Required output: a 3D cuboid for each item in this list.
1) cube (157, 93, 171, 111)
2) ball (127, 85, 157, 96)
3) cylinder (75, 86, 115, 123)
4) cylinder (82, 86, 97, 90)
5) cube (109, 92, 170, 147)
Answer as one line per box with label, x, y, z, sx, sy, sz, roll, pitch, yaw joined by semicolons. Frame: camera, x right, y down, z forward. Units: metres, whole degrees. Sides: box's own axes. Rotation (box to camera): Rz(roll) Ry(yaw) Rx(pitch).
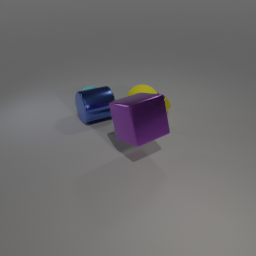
cube;1.424;-1.072;12.804;0.700;0.700;0.700;-49;47;-8
ball;0.613;-1.136;11.915;1.400;1.400;1.400;0;32;0
cylinder;-1.433;-1.043;12.318;1.400;1.400;1.400;-15;35;-24
cylinder;-1.823;-1.662;13.725;0.700;0.700;0.700;-6;23;37
cube;0.388;-0.347;9.629;1.400;1.400;1.400;-21;20;-27
